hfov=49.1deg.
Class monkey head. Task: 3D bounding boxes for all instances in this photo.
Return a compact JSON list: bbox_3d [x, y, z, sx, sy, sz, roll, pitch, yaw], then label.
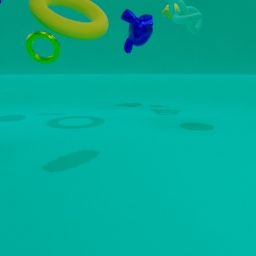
[{"bbox_3d":[0.325,-4.102,11.426,1.427,1.984,1.195,32,-11,-7],"label":"monkey head"}]

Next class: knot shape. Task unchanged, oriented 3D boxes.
[{"bbox_3d":[1.824,-3.730,9.152,1.321,0.652,1.411,45,29,15],"label":"knot shape"}]

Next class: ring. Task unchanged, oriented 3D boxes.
[{"bbox_3d":[-2.811,-2.652,9.275,1.139,1.139,0.228,-1,40,-3],"label":"ring"},{"bbox_3d":[-1.480,-2.933,7.190,2.026,0.405,2.026,15,42,-14],"label":"ring"}]

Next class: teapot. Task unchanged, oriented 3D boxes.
[{"bbox_3d":[1.788,-4.425,10.631,1.085,0.531,0.675,-1,38,22],"label":"teapot"}]

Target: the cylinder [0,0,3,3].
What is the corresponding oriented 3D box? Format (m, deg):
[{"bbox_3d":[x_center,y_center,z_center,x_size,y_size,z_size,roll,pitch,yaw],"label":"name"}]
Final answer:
[{"bbox_3d":[-3.879,-3.795,7.306,0.963,0.963,0.963,-9,9,1],"label":"cylinder"}]
